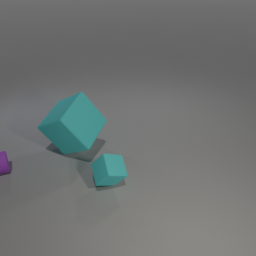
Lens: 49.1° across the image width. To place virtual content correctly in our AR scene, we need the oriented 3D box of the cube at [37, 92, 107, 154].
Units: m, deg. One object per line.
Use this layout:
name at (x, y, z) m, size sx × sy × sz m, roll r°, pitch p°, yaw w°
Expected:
cube at (-1.872, -0.135, 9.533) m, size 1.400 × 1.400 × 1.400 m, roll -13°, pitch 37°, yaw 41°

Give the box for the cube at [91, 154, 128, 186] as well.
cube at (-0.555, 1.234, 8.232) m, size 0.700 × 0.700 × 0.700 m, roll 9°, pitch 52°, yaw -40°

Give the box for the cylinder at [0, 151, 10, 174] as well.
cylinder at (-4.252, 1.149, 9.019) m, size 0.700 × 0.700 × 0.700 m, roll -12°, pitch 31°, yaw -20°
